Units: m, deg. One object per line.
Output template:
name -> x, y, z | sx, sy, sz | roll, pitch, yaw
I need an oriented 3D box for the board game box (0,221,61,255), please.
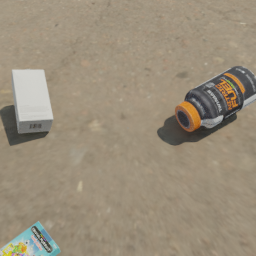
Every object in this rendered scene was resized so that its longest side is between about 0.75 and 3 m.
board game box -> -2.097, 2.605, 5.828 | 1.073, 0.252, 0.810 | -34, 56, -30

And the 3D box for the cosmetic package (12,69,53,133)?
cosmetic package -> -2.849, -0.817, 8.269 | 0.958, 0.756, 1.781 | -4, 62, -26

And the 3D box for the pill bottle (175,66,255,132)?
pill bottle -> 2.545, -0.792, 8.209 | 2.377, 1.263, 1.263 | -29, 52, -16
